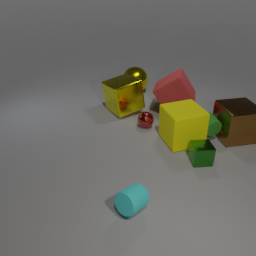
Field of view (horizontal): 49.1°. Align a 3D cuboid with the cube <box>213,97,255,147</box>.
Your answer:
[{"bbox_3d":[4.266,-0.258,11.033,1.400,1.400,1.400,-6,31,-10],"label":"cube"}]

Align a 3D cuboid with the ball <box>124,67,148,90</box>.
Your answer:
[{"bbox_3d":[0.383,-2.588,15.051,1.400,1.400,1.400,0,30,0],"label":"ball"}]

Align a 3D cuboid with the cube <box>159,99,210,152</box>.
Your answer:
[{"bbox_3d":[2.098,-0.121,10.758,1.400,1.400,1.400,-10,32,-14],"label":"cube"}]

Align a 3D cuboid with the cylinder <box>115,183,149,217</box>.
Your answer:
[{"bbox_3d":[0.110,1.963,7.682,0.700,0.700,0.700,23,26,34],"label":"cylinder"}]

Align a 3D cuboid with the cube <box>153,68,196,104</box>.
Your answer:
[{"bbox_3d":[2.159,-1.673,12.911,1.400,1.400,1.400,-27,19,26],"label":"cube"}]

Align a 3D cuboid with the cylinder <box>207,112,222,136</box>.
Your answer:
[{"bbox_3d":[3.172,-0.156,10.919,0.700,0.700,0.700,-9,39,-16],"label":"cylinder"}]

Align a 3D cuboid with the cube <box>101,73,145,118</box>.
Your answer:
[{"bbox_3d":[-0.216,-1.534,12.985,1.400,1.400,1.400,-23,33,-22],"label":"cube"}]

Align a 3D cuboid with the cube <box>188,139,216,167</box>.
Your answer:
[{"bbox_3d":[2.565,0.872,9.770,0.700,0.700,0.700,-2,29,-6],"label":"cube"}]

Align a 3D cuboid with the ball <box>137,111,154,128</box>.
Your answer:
[{"bbox_3d":[0.751,-0.353,11.914,0.700,0.700,0.700,0,30,0],"label":"ball"}]
